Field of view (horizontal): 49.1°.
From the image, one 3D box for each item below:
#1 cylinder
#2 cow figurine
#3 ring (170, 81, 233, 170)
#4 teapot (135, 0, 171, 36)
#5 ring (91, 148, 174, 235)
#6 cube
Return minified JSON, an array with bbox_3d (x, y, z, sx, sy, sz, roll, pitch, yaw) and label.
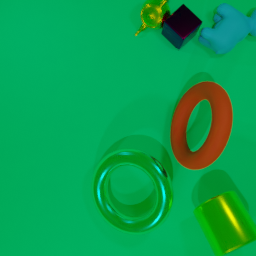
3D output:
[{"bbox_3d":[2.222,2.168,6.347,1.108,1.108,1.108,-23,60,-3],"label":"cylinder"},{"bbox_3d":[2.921,-2.523,7.319,1.643,0.916,1.669,35,88,8],"label":"cow figurine"},{"bbox_3d":[1.569,-0.062,6.297,0.401,2.003,2.003,12,82,-20],"label":"ring"},{"bbox_3d":[0.650,-2.956,7.384,0.823,1.323,0.648,44,41,-6],"label":"teapot"},{"bbox_3d":[0.056,1.498,6.602,2.059,0.412,2.059,2,95,22],"label":"ring"},{"bbox_3d":[1.402,-2.646,7.407,0.707,0.707,0.707,-44,84,-6],"label":"cube"}]
